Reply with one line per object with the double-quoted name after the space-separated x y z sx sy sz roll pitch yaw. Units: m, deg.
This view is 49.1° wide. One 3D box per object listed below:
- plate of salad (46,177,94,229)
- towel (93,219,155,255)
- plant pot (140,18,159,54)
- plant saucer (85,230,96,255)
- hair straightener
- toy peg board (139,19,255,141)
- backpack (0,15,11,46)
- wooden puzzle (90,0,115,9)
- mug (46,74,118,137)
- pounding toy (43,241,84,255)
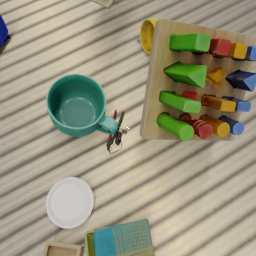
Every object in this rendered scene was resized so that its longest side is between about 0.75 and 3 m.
-1.572 2.022 7.629 1.355 0.325 1.355 -3 71 10 "plate of salad"
-0.029 3.358 6.848 1.446 0.214 1.972 -9 71 -5 "towel"
1.108 -3.083 9.318 1.050 1.116 1.116 -15 68 -21 "plant pot"
-0.325 3.245 7.129 1.380 0.330 1.378 -9 69 -4 "plant saucer"
-0.294 0.125 8.402 0.540 0.287 1.404 12 69 5 "hair straightener"
1.682 -0.765 5.605 2.387 1.172 2.397 2 106 -20 "toy peg board"
-5.515 -2.882 8.542 2.202 2.274 2.709 19 69 11 "backpack"
-0.573 -4.458 8.265 1.625 0.327 1.756 -58 44 10 "wooden puzzle"
-1.393 -0.420 8.074 1.625 1.223 1.978 -23 78 -15 "mug"
-1.474 3.601 6.809 1.256 0.654 1.430 7 68 3 "pounding toy"
